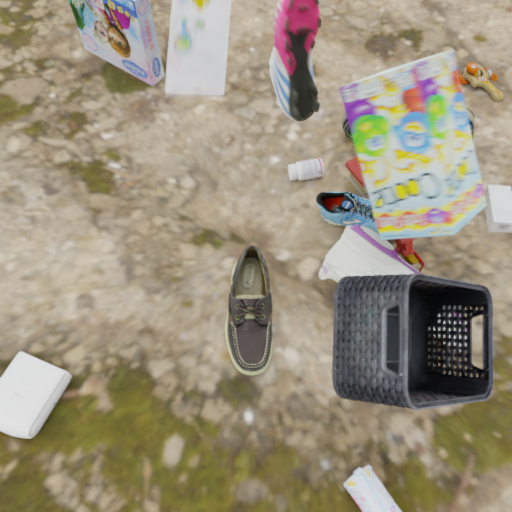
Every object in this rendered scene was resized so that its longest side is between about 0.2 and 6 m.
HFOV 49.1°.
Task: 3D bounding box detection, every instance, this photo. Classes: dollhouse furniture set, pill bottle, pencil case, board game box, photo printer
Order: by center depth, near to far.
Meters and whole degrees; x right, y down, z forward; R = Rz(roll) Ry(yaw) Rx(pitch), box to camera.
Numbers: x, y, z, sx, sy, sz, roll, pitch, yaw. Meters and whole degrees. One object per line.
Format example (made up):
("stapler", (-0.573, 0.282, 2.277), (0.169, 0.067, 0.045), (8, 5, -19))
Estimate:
("board game box", (2.291, -1.543, 8.087), (1.222, 2.331, 1.201), (-4, 21, 45))
("pencil case", (1.834, 3.756, 8.270), (0.524, 0.572, 1.261), (-35, 62, -2))
("photo printer", (-3.813, 2.316, 9.231), (1.030, 0.430, 1.238), (21, 60, 12))
("dollhouse furniture set", (2.595, -0.820, 10.682), (0.934, 1.236, 2.297), (-24, 61, -14))
("pill bottle", (1.044, -1.804, 11.771), (0.698, 0.396, 0.396), (-10, 59, -6))
("board game box", (-3.265, -5.330, 12.805), (2.317, 2.312, 0.477), (32, 65, 19))

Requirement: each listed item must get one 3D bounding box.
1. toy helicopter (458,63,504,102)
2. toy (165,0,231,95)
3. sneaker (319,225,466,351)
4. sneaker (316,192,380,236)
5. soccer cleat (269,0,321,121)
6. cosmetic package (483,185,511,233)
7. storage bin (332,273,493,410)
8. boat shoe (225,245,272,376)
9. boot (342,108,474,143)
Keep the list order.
("toy helicopter", (5.426, -4.114, 13.244), (0.774, 0.462, 1.171), (-29, 73, -27))
("toy", (-1.048, -4.033, 10.616), (1.152, 0.472, 2.000), (5, 95, 11))
("sneaker", (2.433, 0.782, 9.963), (2.925, 1.095, 1.457), (41, 108, 6))
("sneaker", (1.891, -0.806, 10.604), (1.830, 0.823, 0.717), (16, 81, 34))
("soccer cleat", (0.543, -3.475, 9.573), (0.833, 2.386, 1.030), (-23, 43, -20))
("cosmetic package", (4.903, -0.956, 11.288), (0.484, 0.352, 0.952), (6, 57, 3))
("storage bin", (1.845, 0.959, 6.420), (0.941, 2.008, 1.357), (-5, 80, 45))
("boat shoe", (-0.147, 0.898, 9.900), (0.864, 0.765, 2.360), (-4, 59, -2))
("boot", (3.207, -2.166, 11.651), (2.810, 1.014, 2.122), (3, 61, 3))
